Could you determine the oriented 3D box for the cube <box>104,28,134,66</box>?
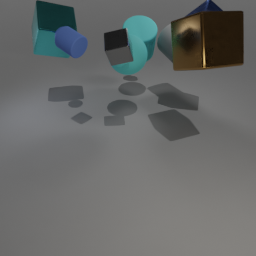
[{"bbox_3d":[-0.268,-2.369,8.222,0.700,0.700,0.700,-10,63,10],"label":"cube"}]

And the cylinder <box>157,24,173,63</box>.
[{"bbox_3d":[2.155,-3.421,11.634,1.400,1.400,1.400,-17,52,-25],"label":"cylinder"}]

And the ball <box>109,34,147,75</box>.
[{"bbox_3d":[-0.013,-2.592,9.914,1.400,1.400,1.400,0,32,0],"label":"ball"}]

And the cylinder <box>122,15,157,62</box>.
[{"bbox_3d":[0.455,-3.676,11.723,1.400,1.400,1.400,1,66,-2],"label":"cylinder"}]

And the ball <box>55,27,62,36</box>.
[{"bbox_3d":[-2.159,-3.122,9.637,0.700,0.700,0.700,0,32,0],"label":"ball"}]

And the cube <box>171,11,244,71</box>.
[{"bbox_3d":[2.170,-2.364,7.761,1.400,1.400,1.400,-11,14,-23],"label":"cube"}]

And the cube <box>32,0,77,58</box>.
[{"bbox_3d":[-2.832,-3.705,10.676,1.400,1.400,1.400,0,66,-26],"label":"cube"}]

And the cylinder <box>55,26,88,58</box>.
[{"bbox_3d":[-1.680,-2.541,8.313,0.700,0.700,0.700,36,44,18],"label":"cylinder"}]

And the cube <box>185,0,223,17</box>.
[{"bbox_3d":[2.726,-3.335,9.987,1.400,1.400,1.400,28,68,-23],"label":"cube"}]
